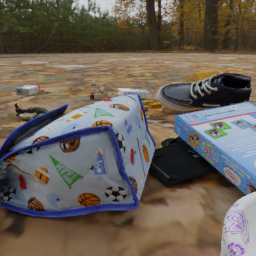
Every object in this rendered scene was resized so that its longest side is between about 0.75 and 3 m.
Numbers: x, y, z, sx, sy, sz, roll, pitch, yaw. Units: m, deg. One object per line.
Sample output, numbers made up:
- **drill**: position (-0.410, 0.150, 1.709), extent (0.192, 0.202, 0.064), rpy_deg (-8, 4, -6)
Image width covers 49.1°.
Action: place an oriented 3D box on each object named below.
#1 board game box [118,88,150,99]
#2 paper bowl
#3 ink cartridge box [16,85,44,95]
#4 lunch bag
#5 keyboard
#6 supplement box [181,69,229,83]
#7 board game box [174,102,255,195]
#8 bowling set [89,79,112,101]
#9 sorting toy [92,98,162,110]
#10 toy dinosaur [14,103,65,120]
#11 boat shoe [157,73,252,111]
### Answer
- **board game box**: position (0.186, -1.399, 11.229), extent (1.011, 0.277, 1.601), rpy_deg (1, 12, -10)
- **paper bowl**: position (1.630, 1.273, 2.223), extent (1.739, 0.904, 1.739), rpy_deg (0, 18, 0)
- **ink cartridge box**: position (-4.355, -1.750, 12.574), extent (0.683, 0.315, 1.253), rpy_deg (6, 20, 16)
- **lunch bag**: position (-0.882, 0.363, 4.402), extent (2.258, 1.398, 1.920), rpy_deg (-14, 14, 18)
- **keyboard**: position (1.366, 0.516, 5.622), extent (2.355, 0.302, 1.414), rpy_deg (-10, 27, -29)
- **supplement box**: position (3.241, -1.742, 11.132), extent (2.623, 0.902, 0.873), rpy_deg (-18, -10, -46)
- **board game box**: position (2.210, 0.282, 4.836), extent (1.838, 0.445, 2.430), rpy_deg (-11, 29, -19)
- **bowling set**: position (-1.193, -1.317, 11.004), extent (1.075, 0.748, 0.577), rpy_deg (37, 18, -17)
- **sorting toy**: position (0.002, -0.870, 9.887), extent (2.186, 0.293, 1.629), rpy_deg (-9, 20, -26)
- **toy dinosaur**: position (-2.483, -0.348, 7.848), extent (2.539, 0.603, 1.119), rpy_deg (7, 4, 22)
- **boat shoe**: position (2.322, -1.184, 8.517), extent (2.819, 1.307, 1.052), rpy_deg (5, 63, 7)
